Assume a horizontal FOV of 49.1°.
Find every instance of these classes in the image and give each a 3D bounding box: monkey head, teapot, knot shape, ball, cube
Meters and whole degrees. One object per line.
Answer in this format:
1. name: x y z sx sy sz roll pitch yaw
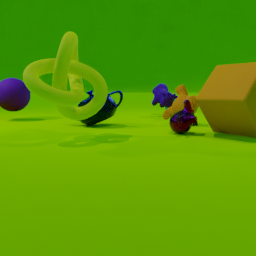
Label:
1. monkey head: 1.752 -0.826 9.047 0.903 1.078 1.498 -26 -2 -46
2. monkey head: 1.389 -0.280 7.273 0.700 0.836 1.161 -14 0 -3
3. teapot: -1.085 -0.670 8.803 2.045 1.001 1.271 -20 10 12
4. knot shape: -1.286 -1.022 6.551 0.947 1.917 2.049 -9 43 33
5. ball: -4.294 -1.234 10.444 1.249 1.249 1.249 0 8 0
6. cube: 2.664 -0.688 6.830 1.263 1.263 1.263 9 55 49

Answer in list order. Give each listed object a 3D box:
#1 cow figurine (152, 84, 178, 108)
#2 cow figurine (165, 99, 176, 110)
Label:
1. cow figurine: 1.500 -1.385 11.662 0.747 1.362 1.340 12 -30 -18
2. cow figurine: 1.825 -1.156 13.052 1.011 1.027 0.564 -16 24 -29
